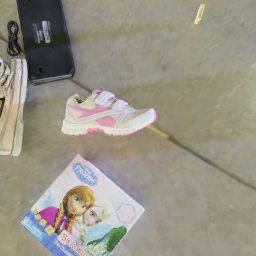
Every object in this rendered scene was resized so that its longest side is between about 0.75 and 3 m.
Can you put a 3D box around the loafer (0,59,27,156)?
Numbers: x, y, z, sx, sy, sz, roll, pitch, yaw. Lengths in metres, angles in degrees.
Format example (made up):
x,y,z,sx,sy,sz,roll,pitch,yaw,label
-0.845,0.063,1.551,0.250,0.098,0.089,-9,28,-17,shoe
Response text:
x,y,z,sx,sy,sz,roll,pitch,yaw,label
-3.147,-0.609,7.319,0.831,0.950,2.643,5,79,-26,loafer

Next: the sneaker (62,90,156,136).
x,y,z,sx,sy,sz,roll,pitch,yaw,label
-0.520,-0.417,6.939,2.414,0.982,1.065,-2,101,6,sneaker

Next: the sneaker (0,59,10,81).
x,y,z,sx,sy,sz,roll,pitch,yaw,label
-4.098,-1.093,7.372,0.799,1.218,2.117,28,79,6,sneaker

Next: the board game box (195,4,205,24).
x,y,z,sx,sy,sz,roll,pitch,yaw,label
2.052,-3.254,8.038,0.120,0.803,0.384,16,101,7,board game box

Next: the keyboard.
x,y,z,sx,sy,sz,roll,pitch,yaw,label
-2.655,-2.689,8.193,1.793,0.383,2.987,-11,77,-9,keyboard

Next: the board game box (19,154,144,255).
x,y,z,sx,sy,sz,roll,pitch,yaw,label
-1.122,2.192,7.018,2.221,0.457,2.216,38,80,8,board game box
